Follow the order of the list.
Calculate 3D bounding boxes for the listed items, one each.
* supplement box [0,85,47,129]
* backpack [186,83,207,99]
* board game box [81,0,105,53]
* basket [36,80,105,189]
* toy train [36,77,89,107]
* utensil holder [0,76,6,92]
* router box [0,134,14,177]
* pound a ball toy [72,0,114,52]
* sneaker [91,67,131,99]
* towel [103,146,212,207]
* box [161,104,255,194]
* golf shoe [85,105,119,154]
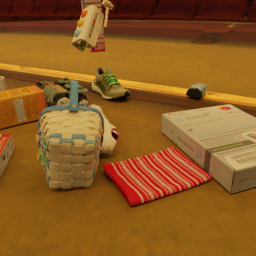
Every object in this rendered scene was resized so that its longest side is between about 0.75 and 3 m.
[{"bbox_3d":[-3.880,-0.513,8.238,2.776,0.955,0.924,-20,29,-30],"label":"supplement box"},{"bbox_3d":[2.672,-1.406,10.634,0.646,0.609,0.792,18,15,37],"label":"backpack"},{"bbox_3d":[-1.195,-3.709,9.149,0.530,1.735,2.291,-8,37,-8],"label":"board game box"},{"bbox_3d":[-1.202,0.139,5.937,1.378,1.747,1.982,4,34,-9],"label":"basket"},{"bbox_3d":[-2.180,-1.037,9.222,1.272,0.951,2.233,-12,28,-31],"label":"toy train"},{"bbox_3d":[-4.882,-1.466,10.400,0.664,0.781,0.664,0,26,0],"label":"utensil holder"},{"bbox_3d":[-3.554,0.762,6.093,1.631,0.444,1.817,-3,26,-7],"label":"router box"},{"bbox_3d":[-0.777,-2.225,5.929,0.683,1.048,0.445,-6,-27,43],"label":"pound a ball toy"},{"bbox_3d":[-0.735,-1.770,10.731,0.900,1.037,2.340,-17,30,-32],"label":"sneaker"},{"bbox_3d":[0.592,0.949,5.983,1.955,0.220,1.414,-12,29,-24],"label":"towel"},{"bbox_3d":[2.527,0.276,6.928,2.335,0.617,2.996,-9,28,-20],"label":"box"},{"bbox_3d":[-0.757,0.056,7.397,1.014,0.834,2.215,14,26,-8],"label":"golf shoe"}]
